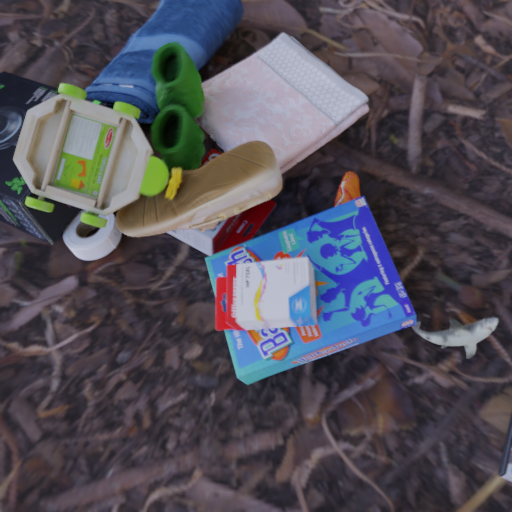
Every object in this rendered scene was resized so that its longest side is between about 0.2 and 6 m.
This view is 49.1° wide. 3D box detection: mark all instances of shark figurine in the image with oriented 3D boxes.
[{"bbox_3d":[3.226,1.240,9.509,1.476,0.882,0.616,2,40,8],"label":"shark figurine"}]

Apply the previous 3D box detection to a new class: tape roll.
[{"bbox_3d":[-3.032,-0.426,10.405,1.030,0.360,1.030,-7,53,10],"label":"tape roll"}]

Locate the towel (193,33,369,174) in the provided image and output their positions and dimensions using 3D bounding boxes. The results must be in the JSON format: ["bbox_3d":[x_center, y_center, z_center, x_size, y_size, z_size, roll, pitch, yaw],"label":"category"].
[{"bbox_3d":[0.308,-2.955,10.898,2.713,0.458,2.840,-36,59,-7],"label":"towel"}]

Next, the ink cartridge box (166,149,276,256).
[{"bbox_3d":[-0.656,-0.931,10.598,1.544,0.737,1.759,28,65,13],"label":"ink cartridge box"}]

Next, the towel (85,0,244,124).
[{"bbox_3d":[-1.941,-4.413,12.084,2.112,0.918,3.782,14,59,32],"label":"towel"}]

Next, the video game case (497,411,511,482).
[{"bbox_3d":[4.607,3.007,8.751,1.320,0.186,1.461,21,63,12],"label":"video game case"}]

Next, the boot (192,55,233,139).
[{"bbox_3d":[-0.665,-3.182,11.892,2.018,0.696,2.166,19,63,16],"label":"boot"}]

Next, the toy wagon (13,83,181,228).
[{"bbox_3d":[-2.508,-1.508,9.117,2.628,0.520,2.039,17,92,-6],"label":"toy wagon"}]

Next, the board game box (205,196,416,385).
[{"bbox_3d":[0.828,0.565,9.359,2.964,0.667,2.254,-22,64,7],"label":"board game box"}]

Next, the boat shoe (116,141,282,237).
[{"bbox_3d":[-0.926,-0.891,9.541,2.973,1.029,1.096,-19,54,14],"label":"boat shoe"}]

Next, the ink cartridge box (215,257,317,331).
[{"bbox_3d":[0.072,0.627,8.844,1.670,0.561,0.970,-6,69,13],"label":"ink cartridge box"}]

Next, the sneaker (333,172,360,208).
[{"bbox_3d":[1.822,-0.452,10.329,0.898,0.849,2.327,1,72,6],"label":"sneaker"}]

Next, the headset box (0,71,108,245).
[{"bbox_3d":[-4.255,-1.881,10.574,2.891,1.341,2.517,22,64,21],"label":"headset box"}]

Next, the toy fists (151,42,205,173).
[{"bbox_3d":[-1.430,-2.625,10.328,0.828,1.227,2.407,-8,73,15],"label":"toy fists"}]
